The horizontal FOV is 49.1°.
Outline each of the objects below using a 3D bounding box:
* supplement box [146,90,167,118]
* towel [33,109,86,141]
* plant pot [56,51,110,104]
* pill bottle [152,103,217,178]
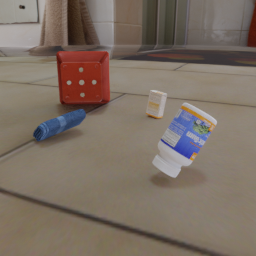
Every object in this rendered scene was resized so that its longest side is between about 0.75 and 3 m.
[{"bbox_3d":[0.988,-0.836,9.759,0.548,0.870,0.320,24,23,36],"label":"supplement box"},{"bbox_3d":[-1.942,-0.123,7.993,1.471,0.357,0.821,-25,-8,-38],"label":"towel"},{"bbox_3d":[-1.700,-1.804,10.562,2.075,2.077,1.830,-2,16,-5],"label":"plant pot"},{"bbox_3d":[1.110,0.272,5.725,0.793,1.414,0.793,30,6,-3],"label":"pill bottle"}]
